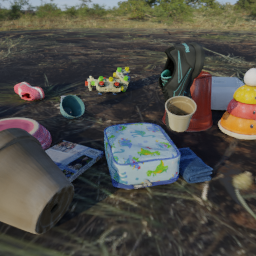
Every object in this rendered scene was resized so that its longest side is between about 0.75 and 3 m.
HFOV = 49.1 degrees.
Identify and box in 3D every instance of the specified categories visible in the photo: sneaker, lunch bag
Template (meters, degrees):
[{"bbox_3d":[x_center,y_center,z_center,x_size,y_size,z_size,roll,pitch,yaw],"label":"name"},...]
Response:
[{"bbox_3d":[1.355,-1.174,8.326,1.096,2.766,1.043,-7,33,-22],"label":"sneaker"},{"bbox_3d":[-5.145,-1.814,14.005,1.973,0.727,0.856,15,30,28],"label":"sneaker"},{"bbox_3d":[0.368,0.719,8.219,1.988,1.020,2.473,-6,26,-10],"label":"lunch bag"}]

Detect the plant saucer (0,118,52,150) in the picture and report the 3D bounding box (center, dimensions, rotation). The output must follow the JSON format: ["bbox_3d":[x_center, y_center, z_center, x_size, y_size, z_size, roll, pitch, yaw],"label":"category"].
[{"bbox_3d":[-4.001,0.326,9.482,2.685,0.680,2.685,0,26,0],"label":"plant saucer"}]

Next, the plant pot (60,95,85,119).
[{"bbox_3d":[-2.417,-0.784,11.699,1.010,1.010,0.680,-24,-6,-41],"label":"plant pot"}]

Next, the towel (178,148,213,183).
[{"bbox_3d":[1.776,1.047,8.296,0.846,0.368,1.515,-8,26,-14],"label":"towel"}]

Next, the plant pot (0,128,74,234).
[{"bbox_3d":[-2.268,1.322,6.178,1.804,2.079,2.079,30,35,18],"label":"plant pot"}]

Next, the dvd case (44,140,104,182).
[{"bbox_3d":[-2.101,1.085,8.403,1.754,0.216,2.459,12,28,27],"label":"dvd case"}]

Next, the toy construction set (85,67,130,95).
[{"bbox_3d":[-1.038,-2.489,14.922,2.541,1.170,1.666,-9,50,-3],"label":"toy construction set"}]

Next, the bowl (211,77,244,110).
[{"bbox_3d":[4.366,-1.753,13.404,2.665,0.995,2.661,5,27,18],"label":"bowl"}]

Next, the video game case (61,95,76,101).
[{"bbox_3d":[-2.972,-1.466,14.002,0.731,0.094,0.804,-5,26,-10],"label":"video game case"}]

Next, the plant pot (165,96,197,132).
[{"bbox_3d":[1.388,-0.320,7.511,0.800,0.733,0.800,-2,46,2],"label":"plant pot"}]

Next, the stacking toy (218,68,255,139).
[{"bbox_3d":[4.310,-0.942,10.137,1.764,2.414,1.764,-1,25,0],"label":"stacking toy"}]

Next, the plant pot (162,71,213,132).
[{"bbox_3d":[2.450,-1.189,11.160,2.051,1.995,2.051,0,25,0],"label":"plant pot"}]
